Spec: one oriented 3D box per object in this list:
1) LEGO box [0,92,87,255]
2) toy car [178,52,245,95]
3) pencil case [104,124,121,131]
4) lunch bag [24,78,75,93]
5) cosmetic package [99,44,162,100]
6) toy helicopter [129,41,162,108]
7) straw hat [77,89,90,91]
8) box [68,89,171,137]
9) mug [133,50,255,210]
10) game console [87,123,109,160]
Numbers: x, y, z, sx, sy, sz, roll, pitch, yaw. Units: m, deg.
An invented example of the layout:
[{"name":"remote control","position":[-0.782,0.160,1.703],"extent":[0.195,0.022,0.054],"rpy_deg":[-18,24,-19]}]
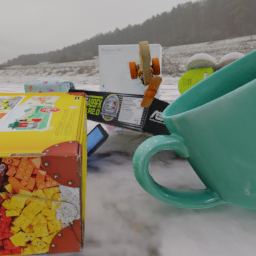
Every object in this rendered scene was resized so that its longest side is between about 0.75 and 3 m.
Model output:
[{"name":"LEGO box","position":[-1.324,0.256,3.103],"extent":[1.709,0.886,2.295],"rpy_deg":[-1,19,-7]},{"name":"toy car","position":[3.213,-1.338,10.237],"extent":[2.699,2.362,2.024],"rpy_deg":[3,-24,17]},{"name":"pencil case","position":[-0.070,-0.237,7.660],"extent":[0.559,0.512,1.233],"rpy_deg":[12,16,40]},{"name":"lunch bag","position":[-3.788,-1.814,13.968],"extent":[1.914,1.370,2.247],"rpy_deg":[0,16,6]},{"name":"cosmetic package","position":[0.167,-2.576,13.789],"extent":[2.879,2.888,1.775],"rpy_deg":[1,10,10]},{"name":"toy helicopter","position":[0.201,-0.620,3.133],"extent":[0.371,0.622,0.941],"rpy_deg":[-8,-14,4]},{"name":"straw hat","position":[-2.750,-1.790,15.796],"extent":[1.511,0.639,1.511],"rpy_deg":[3,1,0]},{"name":"box","position":[0.203,-0.199,5.672],"extent":[2.085,0.576,2.602],"rpy_deg":[14,-1,-40]},{"name":"mug","position":[1.381,0.060,3.158],"extent":[2.285,1.413,1.878],"rpy_deg":[-29,8,28]},{"name":"game console","position":[-0.933,0.226,4.542],"extent":[0.986,0.683,1.155],"rpy_deg":[12,6,-15]}]
